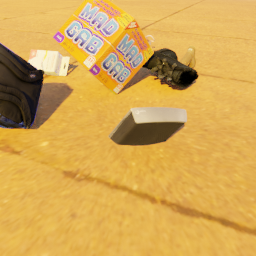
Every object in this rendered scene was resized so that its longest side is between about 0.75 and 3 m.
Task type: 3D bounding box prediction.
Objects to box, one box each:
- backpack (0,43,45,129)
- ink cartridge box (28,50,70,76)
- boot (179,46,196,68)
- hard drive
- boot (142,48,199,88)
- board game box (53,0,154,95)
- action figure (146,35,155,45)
[{"bbox_3d":[-3.444,-1.008,6.780,1.862,2.219,1.803,-3,72,17],"label":"backpack"},{"bbox_3d":[-3.099,-2.538,10.934,1.467,0.854,0.495,7,-8,11],"label":"ink cartridge box"},{"bbox_3d":[2.284,-2.509,11.203,0.418,1.106,1.263,18,59,28],"label":"boot"},{"bbox_3d":[0.491,-0.012,6.092,1.620,1.092,0.343,-2,56,-39],"label":"hard drive"},{"bbox_3d":[1.673,-2.220,10.240,2.000,0.903,2.441,34,29,32],"label":"boot"},{"bbox_3d":[-0.728,-2.649,8.982,1.943,1.944,1.942,-48,64,4],"label":"board game box"},{"bbox_3d":[0.559,-4.374,13.758,0.896,0.806,1.204,-45,44,-3],"label":"action figure"}]
